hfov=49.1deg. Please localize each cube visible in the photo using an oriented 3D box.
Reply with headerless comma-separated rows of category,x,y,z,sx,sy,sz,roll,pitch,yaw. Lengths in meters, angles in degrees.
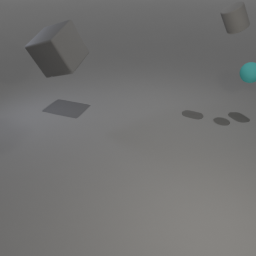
cube,-2.567,-2.885,10.321,1.400,1.400,1.400,-1,46,32

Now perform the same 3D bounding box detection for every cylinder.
cylinder,3.282,-3.362,8.573,0.700,0.700,0.700,-24,30,15

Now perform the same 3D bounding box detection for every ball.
ball,4.203,-1.898,9.607,0.700,0.700,0.700,0,28,0
